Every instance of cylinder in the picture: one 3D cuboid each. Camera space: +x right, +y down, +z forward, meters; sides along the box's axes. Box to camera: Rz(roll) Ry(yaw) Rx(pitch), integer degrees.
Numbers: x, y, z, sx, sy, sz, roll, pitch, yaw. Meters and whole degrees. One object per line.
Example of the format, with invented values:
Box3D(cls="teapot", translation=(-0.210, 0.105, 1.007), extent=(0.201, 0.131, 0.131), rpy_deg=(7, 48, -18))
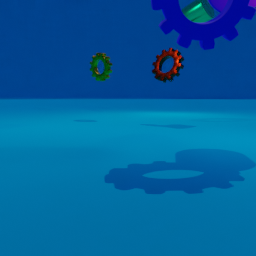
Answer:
Box3D(cls="cylinder", translation=(2.159, -3.045, 5.600), extent=(1.140, 1.140, 1.140), rpy_deg=(2, 46, 16))
Box3D(cls="cylinder", translation=(2.610, -4.301, 10.499), extent=(0.911, 0.911, 0.911), rpy_deg=(-22, -10, 42))

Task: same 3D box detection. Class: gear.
Box3D(cls="gear", translation=(1.200, -2.099, 4.410), extent=(1.639, 1.639, 0.303), rpy_deg=(0, 25, 2))
Box3D(cls="gear", translation=(1.425, -2.256, 10.092), extent=(1.228, 1.228, 0.227), rpy_deg=(6, -8, 42))
Box3D(cls="gear", translation=(-1.156, -2.583, 11.877), extent=(1.174, 1.174, 0.217), rpy_deg=(5, 13, 40))
